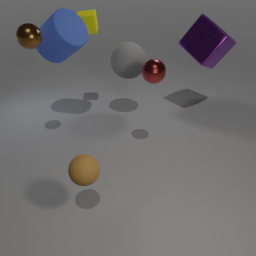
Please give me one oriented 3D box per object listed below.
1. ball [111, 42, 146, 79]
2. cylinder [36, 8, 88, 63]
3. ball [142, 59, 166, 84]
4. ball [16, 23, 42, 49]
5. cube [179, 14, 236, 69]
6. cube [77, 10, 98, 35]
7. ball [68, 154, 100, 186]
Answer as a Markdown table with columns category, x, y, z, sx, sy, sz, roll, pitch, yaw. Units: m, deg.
| category | x | y | z | sx | sy | sz | roll | pitch | yaw |
| --- | --- | --- | --- | --- | --- | --- | --- | --- | --- |
| ball | 0.019 | -2.622 | 10.918 | 1.400 | 1.400 | 1.400 | 0 | 29 | 0 |
| cylinder | -2.359 | -3.214 | 9.868 | 1.400 | 1.400 | 1.400 | -21 | 11 | 42 |
| ball | 0.743 | -1.625 | 8.043 | 0.700 | 0.700 | 0.700 | 0 | 29 | 0 |
| ball | -2.761 | -2.564 | 7.841 | 0.700 | 0.700 | 0.700 | 0 | 29 | 0 |
| cube | 3.168 | -3.394 | 11.156 | 1.400 | 1.400 | 1.400 | 51 | 28 | 19 |
| cube | -1.542 | -3.984 | 10.569 | 0.700 | 0.700 | 0.700 | -5 | 38 | 2 |
| ball | -0.972 | 0.933 | 6.213 | 0.700 | 0.700 | 0.700 | 0 | 29 | 0 |
